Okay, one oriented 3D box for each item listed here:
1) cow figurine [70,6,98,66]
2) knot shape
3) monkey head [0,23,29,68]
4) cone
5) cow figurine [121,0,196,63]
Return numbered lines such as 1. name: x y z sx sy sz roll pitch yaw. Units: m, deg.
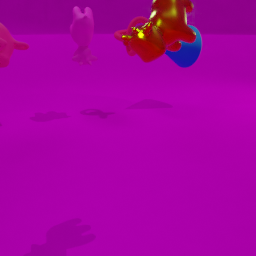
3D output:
1. cow figurine: -1.454 -2.920 9.151 0.861 1.569 1.544 -5 63 -19
2. knot shape: 0.272 -3.191 9.531 1.343 1.257 0.621 55 8 30
3. monkey head: -2.654 -1.760 5.503 1.482 0.893 1.066 23 -26 -36
4. cone: 1.610 -3.096 10.495 1.606 1.600 1.600 -6 20 -34
5. cow figurine: 0.393 -1.306 3.549 0.992 1.008 0.553 8 -14 -34
